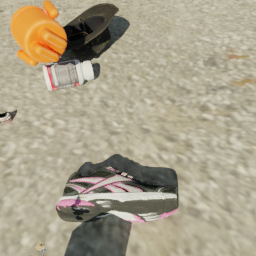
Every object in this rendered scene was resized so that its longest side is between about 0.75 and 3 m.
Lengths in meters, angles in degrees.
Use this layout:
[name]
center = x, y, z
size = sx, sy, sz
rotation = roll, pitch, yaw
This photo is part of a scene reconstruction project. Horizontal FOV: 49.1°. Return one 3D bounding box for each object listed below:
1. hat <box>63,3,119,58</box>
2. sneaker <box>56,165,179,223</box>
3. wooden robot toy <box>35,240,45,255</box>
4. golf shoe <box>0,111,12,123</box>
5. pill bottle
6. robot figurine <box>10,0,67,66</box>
[hat]
center = -1.456, -3.497, 10.792
size = 2.932, 1.183, 2.932
rotation = -18, 42, 17
[sneaker]
center = -0.220, 1.461, 6.795
size = 2.926, 1.175, 1.263
rotation = 1, 49, -1
[wooden robot toy]
center = -1.382, 2.209, 4.368
size = 0.367, 0.356, 0.809
rotation = 6, 65, 24
[golf shoe]
center = -4.117, -0.290, 8.731
size = 0.884, 0.407, 0.321
rotation = -20, 53, -14
[pill bottle]
center = -2.044, -1.868, 9.717
size = 1.616, 0.894, 0.894
rotation = -13, 51, -10
[robot figurine]
center = -2.628, -2.726, 8.141
size = 1.293, 1.595, 2.218
rotation = -22, 48, -25
